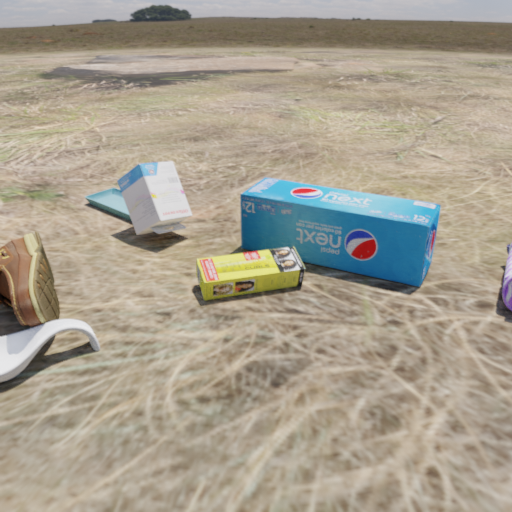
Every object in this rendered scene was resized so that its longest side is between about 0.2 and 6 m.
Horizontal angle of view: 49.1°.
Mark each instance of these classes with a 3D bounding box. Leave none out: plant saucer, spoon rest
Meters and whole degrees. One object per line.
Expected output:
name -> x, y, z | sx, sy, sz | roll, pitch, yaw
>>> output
plant saucer -> -3.108, -1.192, 13.937 | 2.699, 0.256, 0.943 | 22, 34, 35
spoon rest -> -3.355, 1.372, 8.382 | 1.911, 0.579, 0.950 | -14, 29, -27

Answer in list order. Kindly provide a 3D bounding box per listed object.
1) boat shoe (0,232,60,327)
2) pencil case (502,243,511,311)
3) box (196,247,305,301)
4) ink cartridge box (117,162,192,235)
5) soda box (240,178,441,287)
boat shoe -> -4.092, 0.480, 9.676 | 1.077, 1.147, 3.188 | -18, 24, -18
pencil case -> 5.017, 0.269, 10.245 | 0.877, 0.894, 2.091 | 8, 28, 23
box -> -0.113, 0.310, 10.481 | 1.928, 0.483, 0.726 | -7, 42, -14
ink cartridge box -> -2.216, -1.185, 12.387 | 0.951, 1.519, 0.976 | -23, -6, 40
soda box -> 1.630, -0.577, 11.464 | 3.852, 1.306, 1.236 | 13, 29, 24
